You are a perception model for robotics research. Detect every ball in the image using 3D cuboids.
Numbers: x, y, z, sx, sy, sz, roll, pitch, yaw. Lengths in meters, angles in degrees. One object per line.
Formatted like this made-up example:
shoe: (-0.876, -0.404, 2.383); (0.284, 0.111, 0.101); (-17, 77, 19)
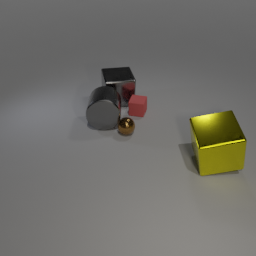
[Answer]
ball: (-0.064, -0.078, 11.111); (0.700, 0.700, 0.700); (0, 32, 0)

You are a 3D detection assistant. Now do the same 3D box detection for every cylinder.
cylinder: (-0.988, -0.842, 11.682); (1.400, 1.400, 1.400); (0, 32, 0)

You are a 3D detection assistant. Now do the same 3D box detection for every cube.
cube: (0.445, -0.993, 12.544); (0.700, 0.700, 0.700); (8, 39, 13)
cube: (2.849, 0.490, 9.037); (1.400, 1.400, 1.400); (-11, 43, 7)
cube: (-0.474, -1.940, 13.322); (1.400, 1.400, 1.400); (-6, 39, -10)
